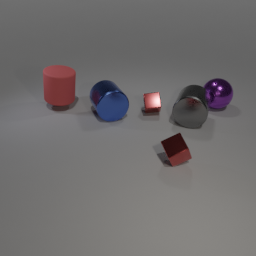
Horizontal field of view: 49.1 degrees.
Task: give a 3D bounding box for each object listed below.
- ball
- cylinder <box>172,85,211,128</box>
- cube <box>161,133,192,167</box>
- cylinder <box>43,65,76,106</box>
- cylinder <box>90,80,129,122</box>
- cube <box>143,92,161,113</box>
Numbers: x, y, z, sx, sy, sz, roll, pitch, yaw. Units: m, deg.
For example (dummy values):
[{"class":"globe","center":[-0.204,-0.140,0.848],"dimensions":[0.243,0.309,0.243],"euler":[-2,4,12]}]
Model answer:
[{"class":"ball","center":[4.061,-1.562,12.771],"dimensions":[1.400,1.400,1.400],"euler":[0,30,0]},{"class":"cylinder","center":[2.665,-0.913,11.640],"dimensions":[1.400,1.400,1.400],"euler":[10,31,17]},{"class":"cube","center":[1.577,0.715,9.126],"dimensions":[0.700,0.700,0.700],"euler":[-26,53,6]},{"class":"cylinder","center":[-3.087,-1.929,12.640],"dimensions":[1.400,1.400,1.400],"euler":[6,33,-4]},{"class":"cylinder","center":[-0.832,-1.192,12.126],"dimensions":[1.400,1.400,1.400],"euler":[-10,31,-17]},{"class":"cube","center":[1.061,-1.107,12.344],"dimensions":[0.700,0.700,0.700],"euler":[-6,-14,2]}]
